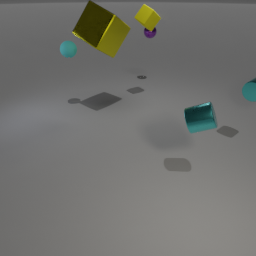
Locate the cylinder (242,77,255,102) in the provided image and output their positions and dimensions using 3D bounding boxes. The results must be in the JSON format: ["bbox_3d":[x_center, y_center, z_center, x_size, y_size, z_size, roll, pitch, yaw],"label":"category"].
[{"bbox_3d":[4.348,-1.321,9.487,0.700,0.700,0.700,24,38,38],"label":"cylinder"}]

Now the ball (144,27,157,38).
[{"bbox_3d":[1.208,-5.251,15.252,0.700,0.700,0.700,0,28,0],"label":"ball"}]

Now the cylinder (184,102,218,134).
[{"bbox_3d":[1.907,-0.263,7.333,0.700,0.700,0.700,-14,22,23],"label":"cylinder"}]

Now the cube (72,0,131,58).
[{"bbox_3d":[-1.028,-3.854,11.061,1.400,1.400,1.400,38,14,22],"label":"cube"}]

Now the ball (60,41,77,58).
[{"bbox_3d":[-2.502,-3.308,11.777,0.700,0.700,0.700,0,28,0],"label":"ball"}]

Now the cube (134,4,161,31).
[{"bbox_3d":[0.854,-4.783,12.167,0.700,0.700,0.700,47,16,32],"label":"cube"}]
